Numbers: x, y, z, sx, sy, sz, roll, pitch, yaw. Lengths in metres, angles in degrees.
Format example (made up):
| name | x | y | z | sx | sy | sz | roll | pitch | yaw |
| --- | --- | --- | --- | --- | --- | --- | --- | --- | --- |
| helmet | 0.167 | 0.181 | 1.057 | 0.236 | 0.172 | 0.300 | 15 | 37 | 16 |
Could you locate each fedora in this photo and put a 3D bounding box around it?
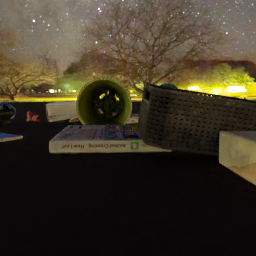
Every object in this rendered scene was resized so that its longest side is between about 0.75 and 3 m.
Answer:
| name | x | y | z | sx | sy | sz | roll | pitch | yaw |
| --- | --- | --- | --- | --- | --- | --- | --- | --- | --- |
| fedora | -5.397 | -0.452 | 11.712 | 1.349 | 0.616 | 1.349 | -1 | 7 | 0 |

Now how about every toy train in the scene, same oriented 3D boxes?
| name | x | y | z | sx | sy | sz | roll | pitch | yaw |
| --- | --- | --- | --- | --- | --- | --- | --- | --- | --- |
| toy train | 1.295 | -0.749 | 10.746 | 2.475 | 1.432 | 1.048 | 6 | 9 | 40 |

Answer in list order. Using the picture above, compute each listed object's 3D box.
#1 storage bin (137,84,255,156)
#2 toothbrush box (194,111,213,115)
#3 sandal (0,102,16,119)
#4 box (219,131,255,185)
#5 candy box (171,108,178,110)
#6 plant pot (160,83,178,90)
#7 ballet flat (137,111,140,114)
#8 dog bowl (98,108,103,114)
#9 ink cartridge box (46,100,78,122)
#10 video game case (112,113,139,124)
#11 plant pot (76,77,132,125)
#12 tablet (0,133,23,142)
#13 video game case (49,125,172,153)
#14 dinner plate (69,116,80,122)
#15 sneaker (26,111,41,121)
| name | x | y | z | sx | sy | sz | roll | pitch | yaw |
| --- | --- | --- | --- | --- | --- | --- | --- | --- | --- |
| storage bin | 1.476 | -0.188 | 5.854 | 2.369 | 1.110 | 1.601 | 8 | 11 | -7 |
| toothbrush box | 4.594 | -1.137 | 16.195 | 2.114 | 0.910 | 1.539 | 7 | 10 | 37 |
| sandal | -6.444 | -0.865 | 14.069 | 1.143 | 1.043 | 2.624 | 0 | 13 | -37 |
| box | 2.066 | 0.435 | 4.381 | 0.742 | 0.608 | 1.564 | 0 | 7 | -3 |
| candy box | 0.910 | -0.267 | 7.157 | 0.861 | 0.331 | 0.728 | -15 | 18 | 10 |
| plant pot | 2.129 | -1.253 | 14.694 | 1.843 | 1.843 | 1.235 | 6 | -18 | 39 |
| ballet flat | 1.272 | -0.773 | 15.383 | 1.606 | 0.372 | 0.541 | 0 | 7 | -4 |
| dog bowl | -2.807 | -1.161 | 16.735 | 2.868 | 0.841 | 2.868 | 0 | 8 | 0 |
| ink cartridge box | -3.245 | -0.895 | 13.878 | 1.466 | 0.828 | 1.998 | -9 | 9 | -13 |
| video game case | -0.481 | -0.486 | 13.300 | 2.637 | 0.303 | 2.403 | 6 | 9 | 42 |
| plant pot | -0.741 | -0.796 | 9.621 | 1.781 | 1.781 | 1.692 | 0 | 7 | 1 |
| tablet | -3.835 | 0.264 | 7.938 | 1.527 | 0.104 | 0.994 | 4 | 8 | 37 |
| video game case | -0.444 | 0.222 | 7.380 | 2.647 | 0.321 | 2.908 | 0 | 7 | -4 |
| dinner plate | -2.180 | -0.431 | 12.449 | 0.930 | 0.113 | 0.930 | -15 | -8 | -2 |
| sneaker | -4.549 | -0.505 | 13.472 | 0.637 | 0.432 | 1.103 | 6 | 17 | -21 |
